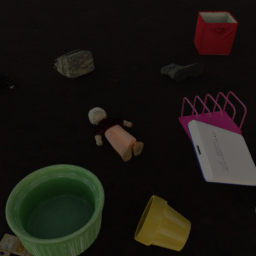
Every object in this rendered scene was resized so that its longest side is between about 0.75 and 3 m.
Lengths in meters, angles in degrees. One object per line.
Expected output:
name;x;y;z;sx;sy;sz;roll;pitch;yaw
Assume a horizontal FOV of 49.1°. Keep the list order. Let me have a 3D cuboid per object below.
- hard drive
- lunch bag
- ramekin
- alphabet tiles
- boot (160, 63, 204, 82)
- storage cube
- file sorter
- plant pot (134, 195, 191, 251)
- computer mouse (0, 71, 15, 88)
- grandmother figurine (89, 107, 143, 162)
hard drive;2.596;0.717;7.448;2.363;0.300;1.559;13;54;-39
lunch bag;-2.429;-2.889;12.480;1.438;1.002;1.206;-32;33;-32
ramekin;-1.630;1.997;6.650;2.175;1.062;2.175;1;37;-1
alphabet tiles;-2.136;3.339;5.924;2.219;0.084;1.855;9;42;11
boot;2.407;-2.676;12.513;1.807;0.612;1.180;-22;40;-25
storage cube;4.324;-4.758;14.067;1.575;1.656;1.843;0;42;-1
file sorter;2.849;-0.456;9.503;1.795;1.125;1.247;-9;41;-10
plant pot;0.830;2.279;6.479;1.033;1.098;1.098;26;45;5
computer mouse;-5.792;-1.765;11.567;1.923;0.507;1.332;-22;44;-38
grandmother figurine;-0.500;0.064;9.270;1.430;0.714;2.358;-21;47;-35
